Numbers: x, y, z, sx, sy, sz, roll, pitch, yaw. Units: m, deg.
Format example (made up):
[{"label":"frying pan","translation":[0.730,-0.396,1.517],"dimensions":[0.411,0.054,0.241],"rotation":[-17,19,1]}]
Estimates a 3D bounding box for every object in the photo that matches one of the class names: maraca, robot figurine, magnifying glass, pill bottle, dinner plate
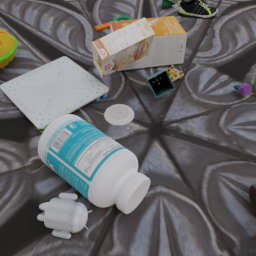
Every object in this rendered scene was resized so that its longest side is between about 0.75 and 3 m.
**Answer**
[{"label":"maraca","translation":[-4.882,-2.607,9.225],"dimensions":[2.472,1.323,1.695],"rotation":[-2,50,3]},{"label":"robot figurine","translation":[-1.269,1.760,5.665],"dimensions":[1.049,0.592,0.889],"rotation":[9,87,8]},{"label":"magnifying glass","translation":[-0.591,-4.319,11.618],"dimensions":[1.659,0.186,0.660],"rotation":[-23,51,-22]},{"label":"pill bottle","translation":[-0.716,0.790,6.078],"dimensions":[2.411,1.335,1.335],"rotation":[33,55,25]},{"label":"dinner plate","translation":[-0.251,-0.413,8.032],"dimensions":[0.864,0.105,0.864],"rotation":[0,49,0]}]

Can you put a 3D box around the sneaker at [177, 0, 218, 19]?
[{"label":"sneaker","translation":[3.007,-5.169,11.996],"dimensions":[1.773,0.734,0.636],"rotation":[1,47,1]}]

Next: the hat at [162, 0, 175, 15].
[{"label":"hat","translation":[1.657,-5.419,12.689],"dimensions":[0.675,0.718,0.815],"rotation":[33,18,29]}]

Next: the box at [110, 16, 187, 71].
[{"label":"box","translation":[0.640,-2.932,9.621],"dimensions":[2.317,1.129,1.441],"rotation":[-8,45,-7]}]

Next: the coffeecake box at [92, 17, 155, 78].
[{"label":"coffeecake box","translation":[-0.159,-2.214,7.862],"dimensions":[1.605,1.232,0.586],"rotation":[-28,82,-10]}]

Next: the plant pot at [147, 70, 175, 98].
[{"label":"plant pot","translation":[0.907,-1.335,8.193],"dimensions":[0.591,0.591,0.836],"rotation":[-27,17,6]}]

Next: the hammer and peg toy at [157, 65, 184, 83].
[{"label":"hammer and peg toy","translation":[1.371,-1.839,9.215],"dimensions":[0.605,0.290,0.822],"rotation":[-30,54,-25]}]

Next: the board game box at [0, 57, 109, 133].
[{"label":"board game box","translation":[-2.232,-1.131,8.543],"dimensions":[2.415,0.312,2.415],"rotation":[-34,56,-27]}]

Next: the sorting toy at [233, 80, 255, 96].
[{"label":"sorting toy","translation":[4.111,-1.443,8.770],"dimensions":[1.936,0.671,0.667],"rotation":[-17,26,-18]}]

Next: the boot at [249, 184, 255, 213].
[{"label":"boot","translation":[3.554,2.044,5.185],"dimensions":[2.058,0.989,2.815],"rotation":[4,49,0]}]
